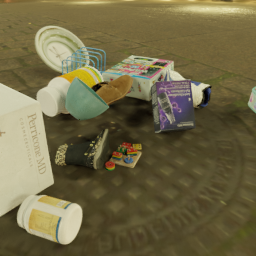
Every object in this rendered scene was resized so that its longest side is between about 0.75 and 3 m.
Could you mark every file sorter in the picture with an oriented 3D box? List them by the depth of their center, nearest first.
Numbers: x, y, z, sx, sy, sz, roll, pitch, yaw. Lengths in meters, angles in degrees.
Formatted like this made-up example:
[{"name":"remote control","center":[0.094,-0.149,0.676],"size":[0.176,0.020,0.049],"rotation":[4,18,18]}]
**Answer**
[{"name":"file sorter","center":[-1.898,-2.642,12.248],"size":[1.361,1.204,1.962],"rotation":[12,35,11]}]

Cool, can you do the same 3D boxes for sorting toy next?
[{"name":"sorting toy","center":[-0.045,0.697,7.598],"size":[0.678,0.238,1.407],"rotation":[11,31,18]}]

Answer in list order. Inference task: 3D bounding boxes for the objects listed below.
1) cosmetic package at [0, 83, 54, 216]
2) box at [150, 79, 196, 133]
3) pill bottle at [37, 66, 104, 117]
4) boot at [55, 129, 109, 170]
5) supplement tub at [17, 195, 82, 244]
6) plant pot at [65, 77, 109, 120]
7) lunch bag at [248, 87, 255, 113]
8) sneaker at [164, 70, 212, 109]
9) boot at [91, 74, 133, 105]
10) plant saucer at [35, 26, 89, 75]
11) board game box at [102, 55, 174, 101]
[{"name":"cosmetic package","center":[-3.421,0.535,5.871],"size":[2.226,2.239,2.676],"rotation":[23,37,34]},{"name":"box","center":[1.354,-0.645,8.540],"size":[1.111,1.502,0.783],"rotation":[-6,-4,-8]},{"name":"pill bottle","center":[-2.014,-1.290,9.962],"size":[1.294,1.294,2.329],"rotation":[18,35,29]},{"name":"boot","center":[-1.165,0.503,7.597],"size":[1.219,0.583,1.614],"rotation":[1,30,6]},{"name":"supplement tub","center":[-1.479,1.709,5.339],"size":[1.025,0.741,0.741],"rotation":[10,32,17]},{"name":"plant pot","center":[-1.406,-0.785,8.719],"size":[0.925,1.373,1.373],"rotation":[-46,36,5]},{"name":"lunch bag","center":[5.562,-0.838,9.613],"size":[2.277,0.878,1.826],"rotation":[-4,30,-7]},{"name":"sneaker","center":[2.185,-1.320,10.463],"size":[1.553,1.087,2.690],"rotation":[12,21,-10]},{"name":"boot","center":[-0.643,-1.389,9.990],"size":[0.784,0.803,2.129],"rotation":[32,62,34]},{"name":"plant saucer","center":[-3.238,-3.607,13.582],"size":[0.696,2.774,2.774],"rotation":[-34,2,45]},{"name":"board game box","center":[0.515,-2.234,12.019],"size":[2.110,0.919,2.860],"rotation":[13,33,23]}]
